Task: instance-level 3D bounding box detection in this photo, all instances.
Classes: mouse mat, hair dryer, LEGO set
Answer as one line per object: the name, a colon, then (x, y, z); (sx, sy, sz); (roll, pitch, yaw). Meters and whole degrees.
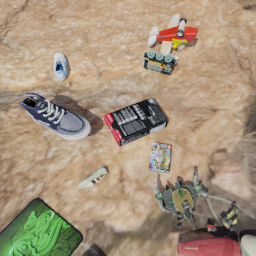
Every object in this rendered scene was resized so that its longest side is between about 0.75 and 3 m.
mouse mat: (-3.067, 3.779, 8.501); (2.273, 0.106, 2.824); (31, 60, 20)
hair dryer: (2.591, 4.112, 7.843); (2.807, 0.762, 2.138); (37, 62, 23)
LEGO set: (2.066, 2.565, 9.105); (2.891, 0.819, 1.877); (41, 66, 11)

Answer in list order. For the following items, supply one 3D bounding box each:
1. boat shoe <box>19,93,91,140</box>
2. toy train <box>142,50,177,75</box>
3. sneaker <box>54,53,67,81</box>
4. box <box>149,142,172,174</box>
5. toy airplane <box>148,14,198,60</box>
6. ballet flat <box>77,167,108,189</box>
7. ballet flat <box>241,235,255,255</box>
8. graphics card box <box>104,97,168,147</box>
boat shoe: (-2.674, -0.438, 10.007); (2.716, 1.260, 1.014); (17, 70, 24)
toy train: (1.404, -2.973, 12.735); (1.539, 0.656, 0.877); (16, 100, 9)
sneaker: (-3.128, -2.948, 12.913); (0.622, 0.627, 1.731); (-11, 54, -6)
box: (1.196, 1.089, 10.313); (0.753, 0.208, 1.103); (7, 55, 5)
toy airplane: (2.093, -4.259, 13.473); (2.238, 1.579, 2.228); (-42, 46, 15)
ballet flat: (-1.209, 1.800, 9.714); (1.206, 0.407, 0.376); (-35, 72, -22)
ballet flat: (4.594, 3.941, 7.817); (2.851, 0.990, 0.990); (40, 64, 22)
graphics card box: (0.312, -0.272, 11.060); (2.175, 0.553, 1.364); (-23, 58, -14)
